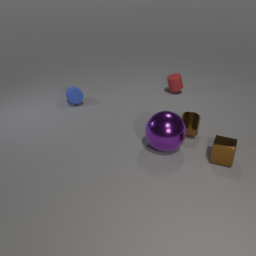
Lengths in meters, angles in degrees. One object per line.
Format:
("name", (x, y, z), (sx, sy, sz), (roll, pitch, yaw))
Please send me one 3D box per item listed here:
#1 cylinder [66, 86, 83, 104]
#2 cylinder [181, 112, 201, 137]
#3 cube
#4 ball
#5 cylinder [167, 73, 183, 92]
("cylinder", (-2.451, -1.506, 12.830), (0.700, 0.700, 0.700), (-11, 20, -17))
("cylinder", (2.285, -0.137, 10.368), (0.700, 0.700, 0.700), (10, 63, 16))
("cube", (3.119, 0.736, 9.135), (0.700, 0.700, 0.700), (12, 26, 20))
("ball", (1.283, 0.111, 9.553), (1.400, 1.400, 1.400), (0, 31, 0))
("cylinder", (2.340, -2.258, 13.904), (0.700, 0.700, 0.700), (-13, 30, 8))
